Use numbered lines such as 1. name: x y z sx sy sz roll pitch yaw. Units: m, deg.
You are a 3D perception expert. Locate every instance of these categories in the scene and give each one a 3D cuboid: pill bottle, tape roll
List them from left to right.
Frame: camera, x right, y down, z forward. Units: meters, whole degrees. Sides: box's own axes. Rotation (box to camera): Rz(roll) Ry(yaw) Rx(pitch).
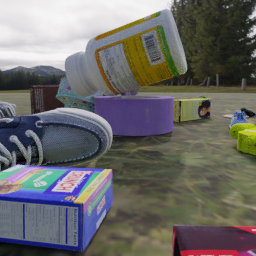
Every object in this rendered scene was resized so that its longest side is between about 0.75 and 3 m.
1. pill bottle: -0.083 -1.714 7.038 2.817 1.565 1.565 -15 4 18
2. tape roll: 0.168 -0.421 7.970 2.238 0.951 2.238 0 8 0

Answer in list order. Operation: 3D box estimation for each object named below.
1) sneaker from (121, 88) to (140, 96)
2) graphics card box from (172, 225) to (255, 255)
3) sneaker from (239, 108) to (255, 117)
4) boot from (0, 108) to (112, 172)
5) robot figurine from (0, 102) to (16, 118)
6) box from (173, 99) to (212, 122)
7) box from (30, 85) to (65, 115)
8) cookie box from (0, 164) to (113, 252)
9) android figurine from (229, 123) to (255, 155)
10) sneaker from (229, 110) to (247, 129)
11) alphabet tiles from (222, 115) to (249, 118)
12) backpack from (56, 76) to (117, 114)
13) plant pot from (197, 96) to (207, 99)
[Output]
1. sneaker: 0.117 -1.659 8.980 0.737 0.672 1.797 -25 -25 -17
2. graphics card box: 0.703 0.912 1.214 0.897 0.363 1.429 1 10 3
3. sneaker: 4.801 -0.623 11.235 0.788 0.297 0.312 6 15 -27
4. boot: -1.533 0.348 3.775 2.619 0.953 1.183 -3 22 0
5. robot figurine: -4.024 -0.442 8.669 1.358 0.767 1.151 7 32 43
6. box: 2.320 -0.690 10.313 2.080 0.783 0.521 -9 12 -41
7. box: -3.186 -1.074 11.164 1.249 1.262 1.521 -4 9 -22
8. cookie box: -0.778 0.664 2.617 1.101 0.414 0.942 2 7 10
9. android figurine: 3.070 0.214 5.503 2.268 0.466 2.064 -6 11 -43
10. sneaker: 3.202 -0.222 8.166 0.484 0.492 1.278 4 10 13
11. alphabet tiles: 4.219 -0.449 11.038 0.919 0.067 0.899 -5 9 -28
12. backpack: -1.427 -0.914 9.077 1.553 1.354 1.767 9 -19 36
13. plant pot: 2.962 -0.882 11.986 0.774 0.815 0.815 -20 18 -29
